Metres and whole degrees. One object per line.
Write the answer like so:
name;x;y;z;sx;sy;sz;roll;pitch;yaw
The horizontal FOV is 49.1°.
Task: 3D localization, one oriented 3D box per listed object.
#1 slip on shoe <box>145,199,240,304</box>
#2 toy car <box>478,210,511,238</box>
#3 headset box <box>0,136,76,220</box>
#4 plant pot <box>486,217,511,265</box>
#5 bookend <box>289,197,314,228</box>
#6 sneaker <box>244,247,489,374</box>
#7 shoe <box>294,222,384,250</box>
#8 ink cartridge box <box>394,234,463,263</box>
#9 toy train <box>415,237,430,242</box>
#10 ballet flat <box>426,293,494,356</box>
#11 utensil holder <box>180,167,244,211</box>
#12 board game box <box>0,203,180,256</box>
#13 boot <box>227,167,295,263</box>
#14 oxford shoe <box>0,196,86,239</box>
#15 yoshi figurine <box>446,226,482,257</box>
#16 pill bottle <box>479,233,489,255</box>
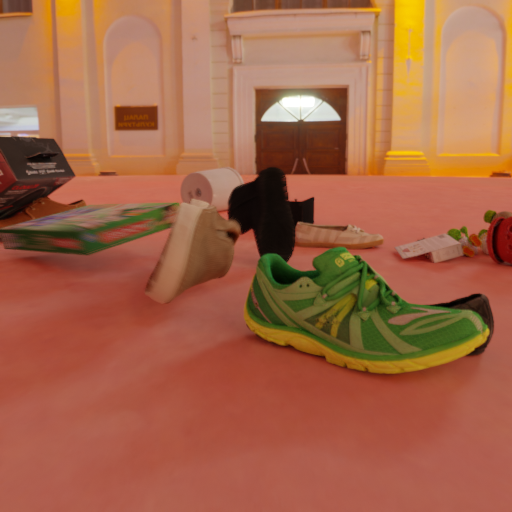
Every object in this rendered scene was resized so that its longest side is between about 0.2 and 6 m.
slip on shoe;-0.744;-0.068;7.586;0.926;1.162;3.057;24;10;-5
toy car;5.445;-0.499;11.955;1.044;0.824;0.858;6;13;-37
headset box;-5.974;-1.666;13.089;3.101;1.163;2.305;-30;2;17
plant pot;4.727;-0.276;10.073;0.976;0.976;0.888;-9;7;-41
bookend;0.636;-1.200;15.454;1.693;0.785;1.703;3;11;17
sneaker;0.931;0.480;5.576;2.575;1.076;0.954;8;12;34
shoe;1.779;-0.447;12.102;1.940;0.518;0.678;1;11;7
ink cartridge box;3.335;-0.093;10.932;1.075;0.270;1.239;-17;9;9
toy train;3.687;-0.274;12.031;0.584;0.249;0.333;-6;-1;-18
ballet flat;1.461;0.576;6.237;2.269;0.644;0.754;7;13;33
utensil holder;-1.473;-2.205;19.002;1.503;1.503;1.768;6;14;31
board game box;-3.107;-0.549;10.376;3.030;0.441;2.039;4;18;44
boot;0.042;-0.600;10.613;0.723;1.894;1.591;0;-11;-25
oxford shoe;-5.354;-0.919;13.508;0.984;0.983;2.759;11;17;41
yoshi figurine;4.134;-0.307;11.360;0.573;0.571;1.019;-6;7;2
pill bottle;4.720;-0.226;11.221;0.413;0.413;0.743;3;11;13
